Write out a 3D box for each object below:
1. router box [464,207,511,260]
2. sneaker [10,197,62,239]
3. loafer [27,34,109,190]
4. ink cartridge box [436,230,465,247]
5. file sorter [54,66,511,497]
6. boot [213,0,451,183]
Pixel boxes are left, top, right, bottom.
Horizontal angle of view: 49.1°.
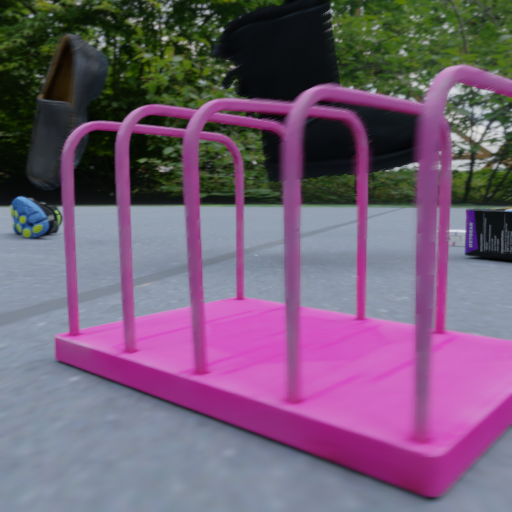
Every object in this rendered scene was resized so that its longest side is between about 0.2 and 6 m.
[{"bbox_3d":[5.840,-0.405,9.699,3.601,0.920,2.686,-5,8,-35],"label":"router box"},{"bbox_3d":[-5.724,-1.056,14.760,1.240,1.061,2.993,-11,8,-27],"label":"sneaker"},{"bbox_3d":[-4.111,-2.972,11.505,1.170,3.214,1.162,13,-5,15],"label":"loafer"},{"bbox_3d":[4.496,-0.382,12.143,0.578,0.335,0.993,-6,9,-43],"label":"ink cartridge box"},{"bbox_3d":[0.251,-0.098,3.603,2.751,1.726,1.912,6,9,40],"label":"file sorter"},{"bbox_3d":[1.168,-2.733,8.930,3.400,2.786,1.258,-4,27,27],"label":"boot"}]
